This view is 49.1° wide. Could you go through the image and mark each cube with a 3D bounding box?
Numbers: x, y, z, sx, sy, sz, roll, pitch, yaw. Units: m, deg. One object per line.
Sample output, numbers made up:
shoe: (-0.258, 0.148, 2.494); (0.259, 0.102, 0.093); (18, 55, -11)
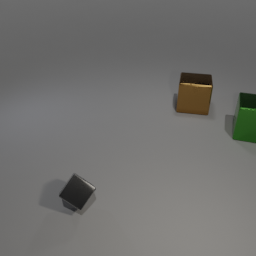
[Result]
cube: (2.974, -1.561, 12.580); (1.400, 1.400, 1.400); (7, 33, 10)
cube: (-1.374, 1.700, 7.570); (0.700, 0.700, 0.700); (36, 78, -7)
cube: (4.849, -0.379, 10.683); (1.400, 1.400, 1.400); (10, 33, 15)
